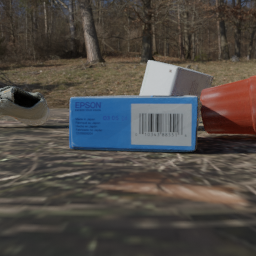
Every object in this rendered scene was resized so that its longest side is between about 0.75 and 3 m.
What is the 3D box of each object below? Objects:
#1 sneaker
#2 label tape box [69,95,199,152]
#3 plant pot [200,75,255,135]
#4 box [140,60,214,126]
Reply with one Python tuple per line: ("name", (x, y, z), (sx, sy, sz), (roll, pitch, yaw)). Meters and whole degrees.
("sneaker", (-3.853, -0.846, 8.463), (2.892, 1.095, 1.330), (2, -26, -16))
("label tape box", (0.275, -0.180, 5.423), (1.952, 0.857, 2.708), (1, 5, 10))
("plant pot", (2.254, -0.410, 5.802), (1.295, 1.331, 1.331), (-6, 1, 28))
("box", (1.301, -1.004, 8.167), (1.352, 1.570, 1.578), (6, 17, -30))
